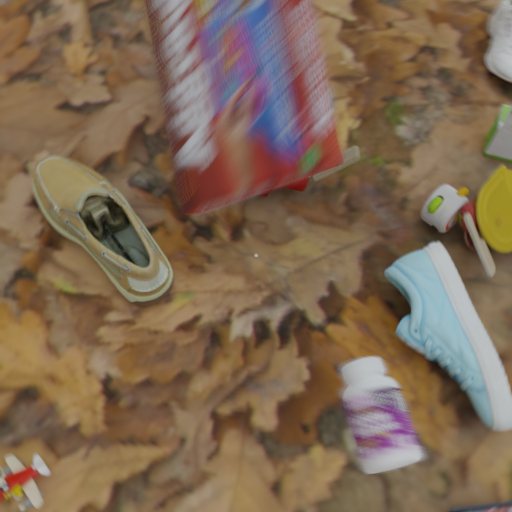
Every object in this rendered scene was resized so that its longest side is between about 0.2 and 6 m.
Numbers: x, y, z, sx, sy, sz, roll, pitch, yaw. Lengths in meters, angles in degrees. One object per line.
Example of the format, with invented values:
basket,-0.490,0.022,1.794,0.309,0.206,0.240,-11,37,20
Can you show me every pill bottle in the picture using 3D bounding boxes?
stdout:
pill bottle,1.087,1.425,5.064,0.527,0.527,0.939,-12,63,-6

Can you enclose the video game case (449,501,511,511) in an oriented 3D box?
video game case,3.108,3.411,6.147,1.562,0.199,1.411,-9,41,4

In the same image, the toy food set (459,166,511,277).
toy food set,3.460,-0.586,8.374,1.825,0.596,1.074,-41,105,-30

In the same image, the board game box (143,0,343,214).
board game box,-0.490,-3.181,6.894,0.480,2.542,4.937,-9,87,-41

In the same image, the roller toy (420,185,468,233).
roller toy,2.869,-0.703,8.471,0.699,0.637,0.488,-37,63,-22

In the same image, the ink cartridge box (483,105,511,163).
ink cartridge box,4.357,-2.066,8.769,1.058,1.431,0.542,16,63,8

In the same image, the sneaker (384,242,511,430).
sneaker,2.476,1.132,7.469,1.056,0.953,2.578,-22,61,11

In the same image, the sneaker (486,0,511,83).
sneaker,4.612,-3.981,10.066,0.740,0.984,1.976,4,63,1

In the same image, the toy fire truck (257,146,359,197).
toy fire truck,0.605,-1.717,8.863,1.812,1.166,1.595,13,61,-6

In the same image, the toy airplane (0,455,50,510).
toy airplane,-2.836,2.743,6.791,0.656,0.465,0.659,11,26,-6

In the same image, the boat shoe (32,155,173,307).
boat shoe,-2.301,-0.638,8.152,3.038,1.157,1.089,40,69,19
